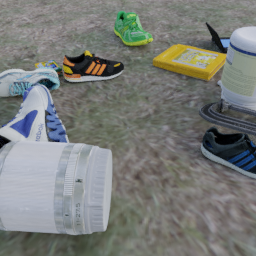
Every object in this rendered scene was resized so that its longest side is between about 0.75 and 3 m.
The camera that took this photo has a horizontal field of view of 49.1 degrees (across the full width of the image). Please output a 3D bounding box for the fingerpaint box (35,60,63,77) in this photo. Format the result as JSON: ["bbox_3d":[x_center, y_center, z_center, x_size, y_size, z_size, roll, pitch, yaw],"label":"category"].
[{"bbox_3d":[-2.877,-2.116,10.175,0.742,0.326,0.889,-20,42,-24],"label":"fingerpaint box"}]

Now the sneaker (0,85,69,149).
[{"bbox_3d":[-2.524,-0.021,6.839,1.632,1.142,2.826,-15,42,-22],"label":"sneaker"}]

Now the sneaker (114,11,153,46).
[{"bbox_3d":[0.107,-4.473,12.493,1.042,1.175,2.812,-18,42,-23],"label":"sneaker"}]

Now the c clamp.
[{"bbox_3d":[3.453,-0.247,7.621,2.930,0.397,2.503,16,29,16],"label":"c clamp"}]

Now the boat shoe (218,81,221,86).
[{"bbox_3d":[3.484,-1.562,9.493,0.833,0.291,0.296,10,39,12],"label":"boat shoe"}]

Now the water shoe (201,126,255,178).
[{"bbox_3d":[2.656,0.564,6.377,1.971,0.778,0.705,16,41,20],"label":"water shoe"}]

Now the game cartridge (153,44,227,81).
[{"bbox_3d":[2.413,-2.624,10.797,2.275,0.369,2.005,23,44,25],"label":"game cartridge"}]

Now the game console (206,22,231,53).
[{"bbox_3d":[4.122,-3.923,12.030,1.342,0.888,1.526,-3,39,-4],"label":"game console"}]

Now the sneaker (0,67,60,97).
[{"bbox_3d":[-3.198,-1.393,8.875,2.125,0.825,0.917,-19,45,-22],"label":"sneaker"}]

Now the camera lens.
[{"bbox_3d":[-1.348,1.056,5.084,2.001,1.600,1.600,3,38,2],"label":"camera lens"}]

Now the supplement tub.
[{"bbox_3d":[3.588,-1.692,8.178,1.525,2.104,1.525,0,38,0],"label":"supplement tub"}]

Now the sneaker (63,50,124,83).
[{"bbox_3d":[-1.171,-2.228,9.774,2.195,0.988,0.768,-11,39,-13],"label":"sneaker"}]
